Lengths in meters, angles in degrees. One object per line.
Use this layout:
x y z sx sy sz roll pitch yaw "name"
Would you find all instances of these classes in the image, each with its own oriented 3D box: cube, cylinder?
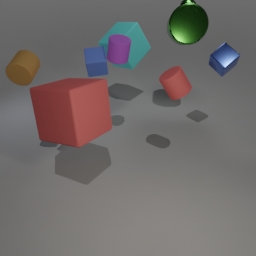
-0.141 -3.613 12.260 1.400 1.400 1.400 23 69 46 "cube"
-2.797 -1.614 7.501 0.700 0.700 0.700 3 45 5 "cylinder"
-1.087 -2.268 9.598 0.700 0.700 0.700 -8 61 -4 "cube"
2.197 -3.857 10.543 1.400 1.400 1.400 2 16 4 "cylinder"
1.350 -1.279 7.964 0.700 0.700 0.700 -29 25 15 "cylinder"
-0.288 -2.467 8.785 0.700 0.700 0.700 6 41 -6 "cylinder"
3.310 -2.354 9.689 0.700 0.700 0.700 -40 72 -1 "cube"
-1.420 -0.469 7.235 1.400 1.400 1.400 7 23 32 "cube"

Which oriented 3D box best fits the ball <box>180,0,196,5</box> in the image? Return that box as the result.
2.561 -5.159 11.948 0.700 0.700 0.700 0 31 0 "ball"
